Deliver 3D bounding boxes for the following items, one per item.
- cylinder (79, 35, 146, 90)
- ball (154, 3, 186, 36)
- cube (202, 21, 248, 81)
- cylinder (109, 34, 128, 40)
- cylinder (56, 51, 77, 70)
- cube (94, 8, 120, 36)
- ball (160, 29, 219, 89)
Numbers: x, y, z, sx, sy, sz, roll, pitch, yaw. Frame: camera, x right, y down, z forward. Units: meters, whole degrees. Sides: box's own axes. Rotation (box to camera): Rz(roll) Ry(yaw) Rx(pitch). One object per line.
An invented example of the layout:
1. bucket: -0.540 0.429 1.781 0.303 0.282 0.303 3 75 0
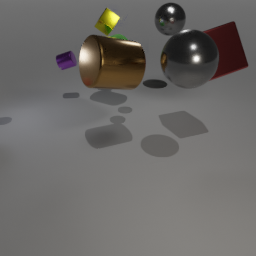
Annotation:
1. cylinder: -0.454 -1.787 7.816 1.400 1.400 1.400 -3 26 -33
2. ball: 1.894 -4.879 12.598 1.400 1.400 1.400 0 28 0
3. cube: 2.584 -2.238 8.719 1.400 1.400 1.400 -20 5 -5
4. cylinder: -0.757 -3.127 11.902 1.400 1.400 1.400 0 22 44
5. cylinder: -2.751 -3.016 12.524 0.700 0.700 0.700 -15 27 11
6. cube: -0.910 -4.563 12.076 0.700 0.700 0.700 32 -20 -18
7. ball: 1.491 -1.663 6.825 1.400 1.400 1.400 0 28 0
